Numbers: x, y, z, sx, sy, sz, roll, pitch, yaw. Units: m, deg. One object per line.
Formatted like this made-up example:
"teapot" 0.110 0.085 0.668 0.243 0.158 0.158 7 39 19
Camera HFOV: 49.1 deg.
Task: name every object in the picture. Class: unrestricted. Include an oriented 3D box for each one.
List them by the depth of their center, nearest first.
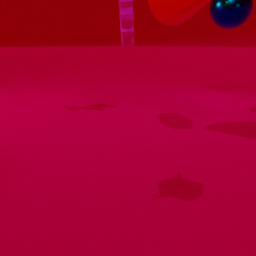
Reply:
"cone" 1.558 -3.130 6.394 1.651 1.651 1.657 -9 27 -25
"gear" -0.059 -3.094 7.700 0.308 1.668 1.668 -4 18 -1
"ball" 3.162 -3.712 8.612 1.264 1.264 1.264 0 18 0
